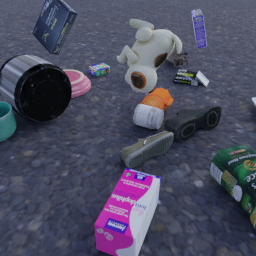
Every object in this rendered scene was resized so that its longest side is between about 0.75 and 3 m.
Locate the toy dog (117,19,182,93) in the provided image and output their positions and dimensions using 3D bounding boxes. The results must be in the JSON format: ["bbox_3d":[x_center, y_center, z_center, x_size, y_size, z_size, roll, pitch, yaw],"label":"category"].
[{"bbox_3d":[0.427,-1.408,5.992,1.306,1.347,0.940,21,3,20],"label":"toy dog"}]

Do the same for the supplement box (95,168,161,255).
[{"bbox_3d":[0.055,2.129,7.128,1.024,1.046,2.024,13,38,16],"label":"supplement box"}]

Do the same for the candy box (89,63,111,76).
[{"bbox_3d":[-1.574,-3.256,15.567,0.947,0.365,0.801,-23,42,-28],"label":"candy box"}]

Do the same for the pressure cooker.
[{"bbox_3d":[-3.873,-1.720,11.411,2.736,2.406,2.444,30,68,39],"label":"pressure cooker"}]

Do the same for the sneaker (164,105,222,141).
[{"bbox_3d":[2.566,-0.405,10.946,2.628,0.998,1.193,-18,30,-28],"label":"sneaker"}]

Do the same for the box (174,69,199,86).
[{"bbox_3d":[3.146,-2.672,14.775,1.274,0.303,1.231,12,39,16],"label":"box"}]

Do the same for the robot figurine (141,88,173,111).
[{"bbox_3d":[1.235,-1.108,11.957,1.153,0.935,1.603,35,41,8],"label":"robot figurine"}]

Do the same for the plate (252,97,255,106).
[{"bbox_3d":[6.667,-0.487,11.485,2.545,0.412,2.551,2,35,4],"label":"plate"}]

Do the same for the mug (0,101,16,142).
[{"bbox_3d":[-4.965,-0.234,10.497,1.481,1.115,1.803,-5,34,-7],"label":"mug"}]

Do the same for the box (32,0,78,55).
[{"bbox_3d":[-2.444,-3.430,9.246,1.242,1.575,0.402,47,30,21],"label":"box"}]

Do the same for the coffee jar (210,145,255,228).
[{"bbox_3d":[3.544,1.671,7.677,1.407,1.151,2.698,-11,36,-15],"label":"coffee jar"}]

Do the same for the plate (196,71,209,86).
[{"bbox_3d":[3.812,-2.523,14.394,0.766,0.124,0.767,46,38,-5],"label":"plate"}]

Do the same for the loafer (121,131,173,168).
[{"bbox_3d":[0.660,0.576,9.584,2.143,0.806,0.746,-22,45,-29],"label":"loafer"}]

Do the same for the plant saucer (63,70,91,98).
[{"bbox_3d":[-3.093,-2.275,13.917,2.455,0.622,2.455,1,35,0],"label":"plant saucer"}]

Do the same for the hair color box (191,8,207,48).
[{"bbox_3d":[2.910,-4.060,11.445,0.436,1.347,0.736,-8,40,14],"label":"hair color box"}]

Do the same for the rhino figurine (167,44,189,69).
[{"bbox_3d":[2.874,-4.225,16.582,1.220,0.834,2.790,-7,37,-3],"label":"rhino figurine"}]

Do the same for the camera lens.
[{"bbox_3d":[0.780,-0.444,11.034,1.064,0.851,0.851,16,37,21],"label":"camera lens"}]
